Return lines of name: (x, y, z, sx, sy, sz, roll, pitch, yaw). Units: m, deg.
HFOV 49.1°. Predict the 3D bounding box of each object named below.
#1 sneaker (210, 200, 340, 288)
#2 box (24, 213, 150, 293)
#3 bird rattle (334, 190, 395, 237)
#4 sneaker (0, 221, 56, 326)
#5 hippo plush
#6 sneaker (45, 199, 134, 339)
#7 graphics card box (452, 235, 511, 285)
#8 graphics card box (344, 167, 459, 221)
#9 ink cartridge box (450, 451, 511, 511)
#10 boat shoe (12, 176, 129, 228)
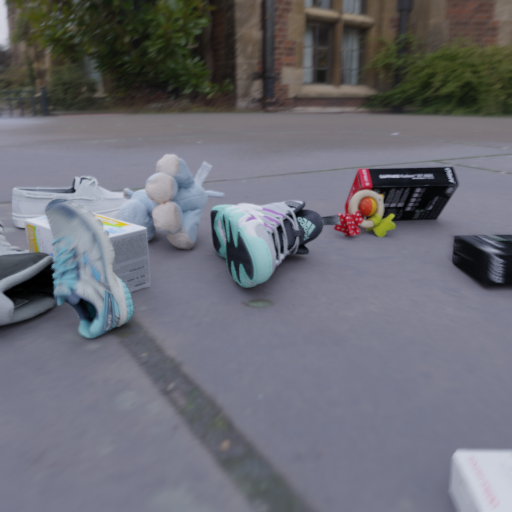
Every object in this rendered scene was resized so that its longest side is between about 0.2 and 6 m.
sneaker: (0.475, -0.404, 9.429, 2.140, 1.189, 3.059, -7, 18, -11)
box: (-2.695, -0.053, 8.883, 1.918, 0.972, 1.079, 15, 23, 39)
bird rattle: (2.207, -0.855, 11.542, 1.219, 0.994, 0.687, 5, -1, -12)
sneaker: (-3.704, 0.127, 8.249, 2.002, 1.300, 3.466, 1, 28, -12)
hippo plush: (-1.956, -1.115, 10.960, 1.687, 1.671, 2.098, -5, 40, 25)
sneaker: (-2.159, 0.193, 6.908, 0.710, 1.830, 0.790, -6, 24, 38)
graphics card box: (4.542, 0.026, 9.171, 2.217, 0.564, 1.391, 0, 14, -3)
graphics card box: (3.133, -1.328, 12.280, 2.168, 1.360, 0.551, -2, 59, -5)
ink cartridge box: (1.998, 1.798, 4.109, 0.940, 0.403, 0.694, -1, 18, 2)
boat shoe: (-3.990, -1.294, 12.679, 2.895, 0.992, 1.042, -7, 19, -22)
